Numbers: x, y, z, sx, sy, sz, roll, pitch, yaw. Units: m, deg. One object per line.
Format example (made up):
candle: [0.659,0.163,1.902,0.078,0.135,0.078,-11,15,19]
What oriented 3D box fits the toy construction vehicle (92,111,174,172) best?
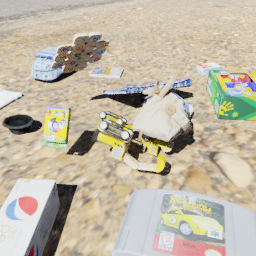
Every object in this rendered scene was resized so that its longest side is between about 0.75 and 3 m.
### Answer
toy construction vehicle: [0.017,0.373,8.068,2.482,0.874,2.161,24,9,9]

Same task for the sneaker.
sneaker: [1.454,-0.848,10.544,2.155,0.795,0.862,23,25,25]

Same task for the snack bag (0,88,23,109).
snack bag: [-5.814,-1.137,11.301,2.263,0.242,2.134,13,35,18]

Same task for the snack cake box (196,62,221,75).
snack cake box: [4.031,-2.972,14.036,1.057,0.355,0.608,-13,37,-18]

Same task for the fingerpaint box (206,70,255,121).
fingerpaint box: [4.452,-1.377,10.993,2.222,0.977,2.663,3,33,4]

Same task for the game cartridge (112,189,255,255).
game cartridge: [1.299,2.188,5.913,2.896,0.592,1.928,8,30,11]

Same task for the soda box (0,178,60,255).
soda box: [-2.187,2.210,5.549,0.913,0.854,2.682,3,32,4]

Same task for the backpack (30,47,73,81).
backpack: [-3.747,-2.980,13.280,1.650,1.216,1.808,16,37,22]

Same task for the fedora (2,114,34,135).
fedora: [-3.679,-0.072,9.442,1.015,0.464,1.015,1,33,-1]

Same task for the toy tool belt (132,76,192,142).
toy tool belt: [1.162,-0.582,8.137,1.667,1.641,2.670,19,8,11]

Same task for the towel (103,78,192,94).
towel: [0.751,-1.632,11.053,2.977,0.355,2.155,-10,9,-25]

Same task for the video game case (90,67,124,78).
video game case: [-1.040,-2.778,13.941,1.499,0.131,1.072,5,34,7]

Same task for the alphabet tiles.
alphabet tiles: [-1.530,-2.402,9.029,1.836,1.877,0.137,-19,74,-33]

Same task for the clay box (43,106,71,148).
clay box: [-1.882,-0.015,7.427,0.618,1.076,0.256,5,-4,4]
